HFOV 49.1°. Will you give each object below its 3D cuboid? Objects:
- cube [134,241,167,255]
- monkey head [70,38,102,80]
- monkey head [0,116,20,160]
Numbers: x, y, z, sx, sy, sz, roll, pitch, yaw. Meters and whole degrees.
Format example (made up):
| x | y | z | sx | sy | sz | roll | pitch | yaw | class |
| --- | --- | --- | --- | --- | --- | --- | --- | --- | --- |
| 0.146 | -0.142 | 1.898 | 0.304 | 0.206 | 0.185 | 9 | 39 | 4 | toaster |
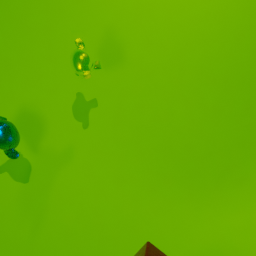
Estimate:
| x | y | z | sx | sy | sz | roll | pitch | yaw | class |
| --- | --- | --- | --- | --- | --- | --- | --- | --- | --- |
| 0.377 | 2.678 | 4.783 | 0.832 | 0.832 | 0.832 | 38 | 105 | 1 | cube |
| -0.962 | -1.531 | 6.540 | 0.757 | 0.634 | 1.053 | -11 | 74 | -16 | monkey head |
| -2.930 | 0.203 | 6.291 | 0.898 | 1.249 | 0.752 | -27 | 45 | -16 | monkey head |
